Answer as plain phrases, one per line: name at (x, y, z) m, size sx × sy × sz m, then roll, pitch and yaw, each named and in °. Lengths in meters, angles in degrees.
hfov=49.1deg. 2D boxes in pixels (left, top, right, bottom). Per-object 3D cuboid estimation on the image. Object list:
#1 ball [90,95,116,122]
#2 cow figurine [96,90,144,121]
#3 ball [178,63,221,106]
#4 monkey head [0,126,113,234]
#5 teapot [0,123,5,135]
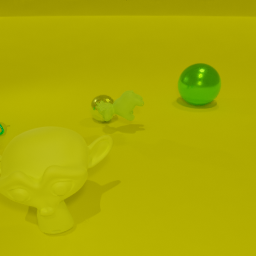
ball at (-0.700, -0.558, 7.942) m, size 0.774 × 0.774 × 0.774 m, roll 0°, pitch 24°, yaw 0°
cow figurine at (-0.225, -0.564, 6.860) m, size 0.980 × 0.996 × 0.547 m, roll 26°, pitch 25°, yaw -20°
ball at (2.315, -1.411, 9.122) m, size 1.381 × 1.381 × 1.381 m, roll 0°, pitch 24°, yaw 0°
monkey head at (-1.133, 0.705, 4.075) m, size 1.956 × 1.407 × 1.179 m, roll -9°, pitch 30°, yaw -2°
teapot at (-3.683, -0.479, 6.986) m, size 0.798 × 1.630 × 1.014 m, roll -35°, pitch 12°, yaw -9°
